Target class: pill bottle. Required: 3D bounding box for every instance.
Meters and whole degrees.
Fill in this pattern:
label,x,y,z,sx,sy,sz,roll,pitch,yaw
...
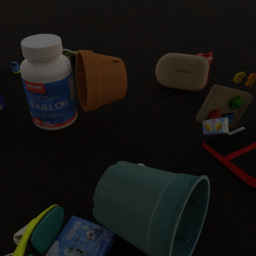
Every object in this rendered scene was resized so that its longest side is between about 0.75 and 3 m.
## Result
label,x,y,z,sx,sy,sz,roll,pitch,yaw
pill bottle,-2.615,-1.493,9.255,1.612,2.872,1.612,-1,38,1

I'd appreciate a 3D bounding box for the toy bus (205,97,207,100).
label,x,y,z,sx,sy,sz,roll,pitch,yaw
toy bus,3.499,-1.147,10.762,0.915,0.501,0.970,-2,38,-2

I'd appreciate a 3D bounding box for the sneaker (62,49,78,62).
label,x,y,z,sx,sy,sz,roll,pitch,yaw
sneaker,-2.916,-3.556,13.881,1.412,0.526,0.598,1,38,1

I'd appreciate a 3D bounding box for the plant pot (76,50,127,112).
label,x,y,z,sx,sy,sz,roll,pitch,yaw
plant pot,-0.931,-1.684,9.787,1.449,2.070,2.070,-8,38,-18

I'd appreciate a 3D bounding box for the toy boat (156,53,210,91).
label,x,y,z,sx,sy,sz,roll,pitch,yaw
toy boat,2.316,-2.368,11.924,2.224,1.452,1.454,11,9,14

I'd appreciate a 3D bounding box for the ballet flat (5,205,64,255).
label,x,y,z,sx,sy,sz,roll,pitch,yaw
ballet flat,-2.133,2.557,5.790,0.783,0.780,2.335,-3,37,18

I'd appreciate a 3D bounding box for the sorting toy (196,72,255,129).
label,x,y,z,sx,sy,sz,roll,pitch,yaw
sorting toy,3.186,-0.864,8.785,1.458,1.957,0.262,11,31,-19

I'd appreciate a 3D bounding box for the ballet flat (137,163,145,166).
label,x,y,z,sx,sy,sz,roll,pitch,yaw
ballet flat,0.347,1.253,7.713,0.364,0.404,1.072,6,38,4

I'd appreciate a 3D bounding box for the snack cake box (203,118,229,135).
label,x,y,z,sx,sy,sz,roll,pitch,yaw
snack cake box,2.670,-0.047,8.574,0.269,0.460,0.800,1,-6,-29

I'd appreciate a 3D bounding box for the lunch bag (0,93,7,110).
label,x,y,z,sx,sy,sz,roll,pitch,yaw
lunch bag,-6.322,-1.462,10.109,2.535,1.847,2.982,-25,37,-31

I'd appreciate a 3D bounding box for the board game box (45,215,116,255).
label,x,y,z,sx,sy,sz,roll,pitch,yaw
board game box,-1.013,2.586,6.102,1.133,0.247,1.138,13,39,19

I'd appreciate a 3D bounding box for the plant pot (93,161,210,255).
label,x,y,z,sx,sy,sz,roll,pitch,yaw
plant pot,0.456,1.695,6.038,1.987,2.028,2.028,16,40,32

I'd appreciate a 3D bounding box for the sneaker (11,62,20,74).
label,x,y,z,sx,sy,sz,roll,pitch,yaw
sneaker,-5.338,-2.977,13.207,0.374,0.445,1.135,-16,39,-17

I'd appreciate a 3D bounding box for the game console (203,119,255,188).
label,x,y,z,sx,sy,sz,roll,pitch,yaw
game console,3.974,0.663,8.513,2.592,0.402,2.293,-19,35,-21

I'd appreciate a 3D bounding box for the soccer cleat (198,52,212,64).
label,x,y,z,sx,sy,sz,roll,pitch,yaw
soccer cleat,3.288,-3.327,13.512,1.595,0.610,0.532,-5,38,-8
